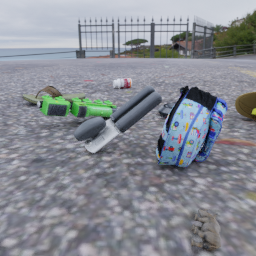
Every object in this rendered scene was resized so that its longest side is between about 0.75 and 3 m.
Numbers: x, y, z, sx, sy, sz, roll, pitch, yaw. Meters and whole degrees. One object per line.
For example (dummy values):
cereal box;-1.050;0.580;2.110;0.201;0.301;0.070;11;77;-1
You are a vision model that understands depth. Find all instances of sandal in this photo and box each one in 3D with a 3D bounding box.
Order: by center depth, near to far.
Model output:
sandal;-3.249;-1.509;12.381;2.710;0.773;1.076;-7;19;-23

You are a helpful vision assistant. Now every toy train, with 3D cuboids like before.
toy train;-1.492;-0.632;9.161;2.868;0.598;0.809;1;20;-39

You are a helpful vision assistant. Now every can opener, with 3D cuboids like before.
can opener;-0.210;-0.230;6.757;2.263;0.752;0.596;-36;53;-1

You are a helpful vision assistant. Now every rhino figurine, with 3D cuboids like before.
rhino figurine;1.097;1.372;3.886;0.379;0.259;0.866;16;18;12

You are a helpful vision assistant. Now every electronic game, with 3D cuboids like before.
electronic game;2.083;-0.644;10.182;1.939;0.403;1.939;-3;15;1

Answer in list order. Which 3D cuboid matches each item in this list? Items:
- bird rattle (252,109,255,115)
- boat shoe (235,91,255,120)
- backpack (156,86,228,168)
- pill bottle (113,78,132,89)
bird rattle;4.638;-0.774;7.964;1.450;2.098;2.573;0;13;6
boat shoe;5.141;-0.732;9.698;2.927;1.071;0.948;5;6;6
backpack;1.309;0.107;6.004;1.142;1.549;1.697;23;37;13
pill bottle;-0.322;-2.570;16.186;1.020;0.576;0.576;-5;18;-17
